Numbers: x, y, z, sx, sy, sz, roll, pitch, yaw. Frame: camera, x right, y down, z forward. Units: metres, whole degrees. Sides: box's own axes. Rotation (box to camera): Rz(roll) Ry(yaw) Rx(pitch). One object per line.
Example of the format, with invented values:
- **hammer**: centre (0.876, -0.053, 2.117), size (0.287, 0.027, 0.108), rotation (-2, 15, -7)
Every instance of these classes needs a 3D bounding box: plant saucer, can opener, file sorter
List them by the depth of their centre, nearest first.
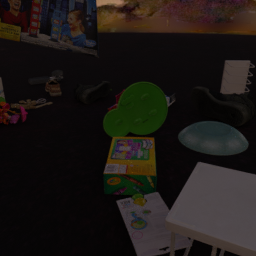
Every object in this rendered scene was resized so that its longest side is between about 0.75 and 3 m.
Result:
- **file sorter**: centre (1.709, 1.567, 3.610), size (2.137, 1.331, 1.483), rotation (12, 26, 25)
- **plant saucer**: centre (2.467, 0.168, 8.133), size (1.981, 0.381, 1.981), rotation (0, 22, 0)
- **file sorter**: centre (4.641, -2.012, 11.883), size (1.033, 1.489, 0.927), rotation (1, 27, 3)
- **can opener**: centre (-4.208, -2.638, 14.421), size (1.784, 0.597, 0.476), rotation (-14, 27, -30)

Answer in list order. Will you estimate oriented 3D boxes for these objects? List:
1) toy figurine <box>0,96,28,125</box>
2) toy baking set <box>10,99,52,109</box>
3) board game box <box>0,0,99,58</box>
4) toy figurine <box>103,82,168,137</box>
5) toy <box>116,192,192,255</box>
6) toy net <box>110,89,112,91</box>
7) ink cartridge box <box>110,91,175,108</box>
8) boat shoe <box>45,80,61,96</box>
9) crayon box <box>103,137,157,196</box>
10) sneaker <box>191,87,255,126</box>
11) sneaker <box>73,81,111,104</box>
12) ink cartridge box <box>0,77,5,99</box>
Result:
- **toy figurine**: centre (-3.913, -0.433, 9.262), size (1.042, 0.850, 1.133), rotation (13, 47, 7)
- **toy baking set**: centre (-3.836, -0.984, 11.074), size (1.509, 0.176, 1.158), rotation (3, 23, 7)
- **board game box**: centre (-1.179, -2.143, 4.295), size (1.762, 1.761, 0.544), rotation (6, 16, -24)
- **toy figurine**: centre (-0.039, -0.574, 9.160), size (2.116, 1.589, 1.948), rotation (-32, 16, -10)
- **toy**: centre (0.368, 1.645, 4.703), size (0.833, 0.341, 1.446), rotation (-8, 24, -13)
- **toy net**: centre (-1.247, -1.912, 13.236), size (1.008, 0.195, 0.529), rotation (21, 31, 40)
- **ink cartridge box**: centre (0.600, -1.089, 11.012), size (2.021, 0.438, 2.002), rotation (10, 26, 25)
- **boat shoe**: centre (-3.386, -1.910, 12.707), size (0.631, 0.598, 1.666), rotation (-12, 26, -26)
- **crayon box**: centre (0.092, 0.799, 6.431), size (1.073, 0.526, 1.807), rotation (1, 23, 3)
- **sneaker**: centre (3.414, -0.863, 9.897), size (1.402, 0.936, 2.447), rotation (-14, 30, -33)
- **sneaker**: centre (-1.559, -1.610, 11.834), size (1.095, 0.731, 1.911), rotation (21, 36, 27)
- **ink cartridge box**: centre (-5.217, -1.232, 10.311), size (0.901, 1.224, 0.885), rotation (8, 24, 18)
